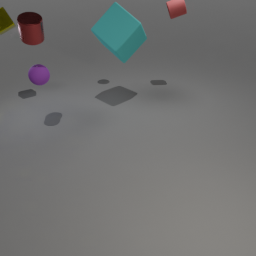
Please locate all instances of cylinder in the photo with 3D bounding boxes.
[{"bbox_3d":[2.032,-5.025,11.719,0.700,0.700,0.700,-16,28,12],"label":"cylinder"},{"bbox_3d":[-2.874,-2.952,8.324,0.700,0.700,0.700,5,52,-6],"label":"cylinder"}]

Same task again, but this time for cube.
[{"bbox_3d":[-4.804,-4.060,10.656,0.700,0.700,0.700,-33,20,-7],"label":"cube"},{"bbox_3d":[-0.314,-3.669,10.946,1.400,1.400,1.400,44,5,13],"label":"cube"}]

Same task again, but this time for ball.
[{"bbox_3d":[-2.986,-1.785,9.408,0.700,0.700,0.700,0,31,0],"label":"ball"}]
